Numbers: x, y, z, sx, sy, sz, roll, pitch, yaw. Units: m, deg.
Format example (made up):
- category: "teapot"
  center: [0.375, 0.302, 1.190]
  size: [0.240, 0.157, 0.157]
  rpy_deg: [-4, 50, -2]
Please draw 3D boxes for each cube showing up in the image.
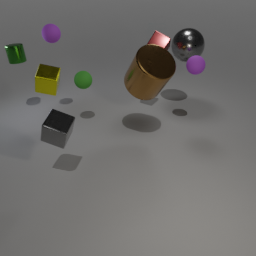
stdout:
- category: "cube"
  center: [-1.963, 0.022, 7.844]
  size: [0.700, 0.700, 0.700]
  rpy_deg: [20, 48, -3]
- category: "cube"
  center: [1.215, -3.285, 11.161]
  size: [0.700, 0.700, 0.700]
  rpy_deg: [31, -4, 9]
- category: "cube"
  center: [-2.691, -1.614, 9.401]
  size: [0.700, 0.700, 0.700]
  rpy_deg: [10, 49, -10]

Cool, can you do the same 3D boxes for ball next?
- category: "ball"
  center: [2.560, -3.536, 11.979]
  size: [1.400, 1.400, 1.400]
  rpy_deg: [0, 30, 0]
- category: "ball"
  center: [-2.899, -3.573, 10.583]
  size: [0.700, 0.700, 0.700]
  rpy_deg: [0, 30, 0]
- category: "ball"
  center: [-1.726, -1.851, 10.792]
  size: [0.700, 0.700, 0.700]
  rpy_deg: [0, 30, 0]
- category: "ball"
  center: [2.522, -2.340, 10.424]
  size: [0.700, 0.700, 0.700]
  rpy_deg: [0, 30, 0]

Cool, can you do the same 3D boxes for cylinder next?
- category: "cylinder"
  center: [-4.568, -3.033, 11.410]
  size: [0.700, 0.700, 0.700]
  rpy_deg: [-4, 27, 2]
- category: "cylinder"
  center: [0.719, -1.879, 9.598]
  size: [1.400, 1.400, 1.400]
  rpy_deg: [8, 64, -16]
